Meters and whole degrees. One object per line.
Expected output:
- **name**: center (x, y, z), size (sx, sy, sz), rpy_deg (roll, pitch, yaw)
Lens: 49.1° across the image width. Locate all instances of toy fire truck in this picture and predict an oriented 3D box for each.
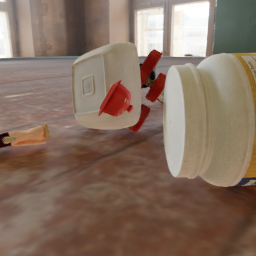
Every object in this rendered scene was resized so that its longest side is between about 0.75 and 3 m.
- **toy fire truck**: center (0.207, -1.120, 7.680), size (1.291, 2.302, 1.933), rpy_deg (30, 24, -2)

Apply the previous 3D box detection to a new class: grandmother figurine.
- **grandmother figurine**: center (-2.593, 0.264, 6.129), size (1.676, 0.507, 1.016), rpy_deg (-14, -3, -22)

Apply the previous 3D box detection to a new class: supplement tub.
- **supplement tub**: center (2.174, -0.139, 4.608), size (2.970, 2.144, 2.144), rpy_deg (-2, 17, -2)

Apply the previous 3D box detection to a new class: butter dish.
- **butter dish**: center (-0.169, -0.525, 5.745), size (0.600, 0.809, 0.812), rpy_deg (30, 12, -2)

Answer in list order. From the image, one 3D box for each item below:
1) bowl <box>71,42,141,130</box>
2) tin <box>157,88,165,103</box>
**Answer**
- **bowl**: center (-0.707, -1.013, 7.068), size (0.798, 2.138, 2.135), rpy_deg (-3, 0, -44)
- **tin**: center (1.671, -1.543, 10.563), size (0.847, 1.512, 0.317), rpy_deg (40, 25, -12)
